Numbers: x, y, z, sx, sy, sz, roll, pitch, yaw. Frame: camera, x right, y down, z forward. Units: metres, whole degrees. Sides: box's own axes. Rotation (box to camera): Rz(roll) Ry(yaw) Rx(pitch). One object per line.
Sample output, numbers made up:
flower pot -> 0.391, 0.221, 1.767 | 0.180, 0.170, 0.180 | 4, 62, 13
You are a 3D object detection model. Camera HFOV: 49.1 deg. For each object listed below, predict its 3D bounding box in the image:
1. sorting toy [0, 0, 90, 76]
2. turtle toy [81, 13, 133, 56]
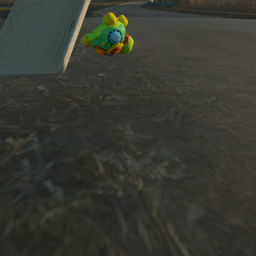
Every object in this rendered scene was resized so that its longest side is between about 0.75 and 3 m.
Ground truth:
sorting toy -> -1.254, -1.319, 3.941 | 1.584, 0.289, 1.466 | 1, 65, 27
turtle toy -> -0.553, -3.235, 10.256 | 1.577, 1.094, 2.164 | -32, -3, 31
